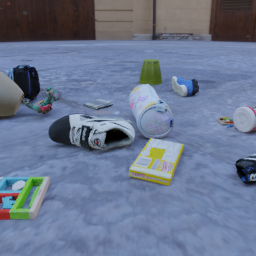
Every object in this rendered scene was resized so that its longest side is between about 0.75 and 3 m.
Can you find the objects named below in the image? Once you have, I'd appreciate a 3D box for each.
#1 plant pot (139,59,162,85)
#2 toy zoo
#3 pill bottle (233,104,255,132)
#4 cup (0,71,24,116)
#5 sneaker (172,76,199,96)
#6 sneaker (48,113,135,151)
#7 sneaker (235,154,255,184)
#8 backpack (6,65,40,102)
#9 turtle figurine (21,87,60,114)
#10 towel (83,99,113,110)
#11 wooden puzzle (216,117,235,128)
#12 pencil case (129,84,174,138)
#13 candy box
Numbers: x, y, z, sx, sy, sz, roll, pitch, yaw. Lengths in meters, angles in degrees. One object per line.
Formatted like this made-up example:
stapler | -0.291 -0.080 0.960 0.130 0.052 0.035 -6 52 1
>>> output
plant pot | 1.237 -3.052 15.089 1.289 1.241 1.289 0 22 0
toy zoo | -2.527 1.315 5.371 1.781 0.182 1.168 -1 22 -2
pill bottle | 4.115 -0.364 8.822 1.436 0.795 0.795 -10 24 -25
cup | -4.456 -1.090 9.935 1.210 1.692 1.692 23 17 -14
sneaker | 2.730 -2.011 13.153 0.977 0.674 1.755 -9 26 -7
sneaker | -0.953 0.135 7.436 2.354 0.872 1.042 -3 19 -6
sneaker | 2.879 1.018 5.767 0.830 0.542 1.484 -14 17 -24
backpack | -4.458 -1.955 11.945 1.210 1.506 1.646 -1 17 -2
turtle figurine | -3.091 -0.923 10.038 1.284 0.864 1.715 -18 8 10
towel | -1.187 -0.970 11.249 0.921 0.159 0.887 20 29 40
wooden puzzle | 3.331 -0.229 9.431 0.606 0.105 0.898 -4 22 -10
pencil case | 0.661 -0.622 8.992 1.064 1.161 2.559 -3 21 -5
candy box | 0.745 0.739 6.741 0.924 0.239 1.808 13 24 16
